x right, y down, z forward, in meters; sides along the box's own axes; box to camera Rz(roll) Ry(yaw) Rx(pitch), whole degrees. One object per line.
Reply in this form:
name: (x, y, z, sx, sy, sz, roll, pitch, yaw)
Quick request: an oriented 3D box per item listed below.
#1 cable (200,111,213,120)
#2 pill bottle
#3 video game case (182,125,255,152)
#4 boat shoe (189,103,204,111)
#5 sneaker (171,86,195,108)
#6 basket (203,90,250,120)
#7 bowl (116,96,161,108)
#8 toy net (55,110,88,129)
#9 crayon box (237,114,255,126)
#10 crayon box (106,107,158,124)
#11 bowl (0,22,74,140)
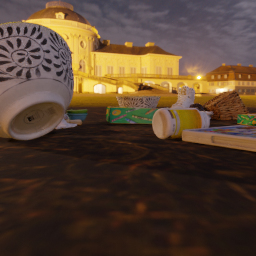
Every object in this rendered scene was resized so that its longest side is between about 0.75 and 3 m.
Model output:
cable: (2.209, -0.347, 10.066, 1.446, 0.501, 1.447, -1, 5, 1)
pill bottle: (1.262, -0.120, 6.540, 1.279, 0.699, 0.699, -3, 6, -28)
video game case: (2.828, 0.213, 5.328, 2.112, 0.266, 2.950, -4, 7, -35)
boat shoe: (3.204, -0.808, 13.258, 0.827, 0.745, 2.299, 9, 9, 13)
sneaker: (2.679, -1.340, 14.371, 1.077, 1.689, 2.923, 5, 9, 28)
basket: (4.712, -0.775, 13.651, 1.542, 1.610, 2.161, -32, 3, 5)
bowl: (0.557, -1.167, 15.235, 2.459, 1.154, 2.459, -1, 5, 0)
toy net: (-2.312, -0.347, 9.866, 1.439, 0.530, 2.744, 0, 6, 2)
crayon box: (4.569, -0.286, 9.940, 0.780, 0.383, 1.313, -1, 5, -7)
crayon box: (0.229, -0.497, 10.804, 2.041, 0.594, 1.212, 1, 5, -9)
bowl: (-2.229, -0.631, 6.068, 2.900, 1.361, 2.900, -29, -23, -14)
